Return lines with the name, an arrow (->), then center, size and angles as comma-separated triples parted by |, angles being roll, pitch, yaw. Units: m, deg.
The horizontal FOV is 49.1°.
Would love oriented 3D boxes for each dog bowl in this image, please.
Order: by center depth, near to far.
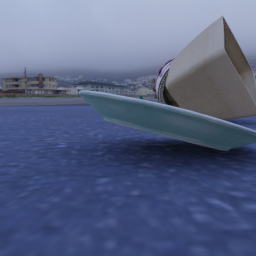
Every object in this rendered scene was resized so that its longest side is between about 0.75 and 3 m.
dog bowl -> 2.484, -1.947, 12.653 | 2.869, 2.869, 1.058 | -2, 30, -19

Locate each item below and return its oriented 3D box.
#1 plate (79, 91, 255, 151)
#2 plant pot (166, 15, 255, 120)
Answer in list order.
plate -> 0.613, -0.056, 4.392 | 2.895, 0.370, 2.895 | 15, 2, -1
plant pot -> 2.998, -1.836, 10.354 | 2.476, 2.793, 2.797 | -24, 31, 33
